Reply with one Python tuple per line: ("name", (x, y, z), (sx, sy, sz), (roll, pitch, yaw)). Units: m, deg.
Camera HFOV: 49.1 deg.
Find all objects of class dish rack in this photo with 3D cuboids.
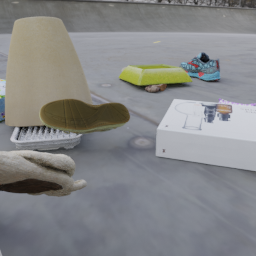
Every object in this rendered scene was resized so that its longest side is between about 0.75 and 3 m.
("dish rack", (-1.947, 0.070, 7.017), (1.621, 0.411, 1.889), (-3, 23, -10))

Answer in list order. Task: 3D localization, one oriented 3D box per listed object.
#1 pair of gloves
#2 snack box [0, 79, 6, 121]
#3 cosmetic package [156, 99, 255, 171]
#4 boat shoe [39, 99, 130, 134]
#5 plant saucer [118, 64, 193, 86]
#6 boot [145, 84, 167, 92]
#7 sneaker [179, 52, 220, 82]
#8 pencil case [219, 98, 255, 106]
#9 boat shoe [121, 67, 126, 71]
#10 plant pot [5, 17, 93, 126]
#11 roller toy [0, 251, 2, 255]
("pair of gloves", (-1.960, 0.583, 3.154), (2.631, 0.461, 2.237), (-15, -24, 21))
("snack box", (-4.214, -0.954, 9.024), (2.208, 0.747, 1.862), (15, 28, 30))
("cosmetic package", (2.323, 0.083, 6.561), (2.949, 0.762, 2.224), (7, 26, 16))
("boat shoe", (-0.923, -0.184, 6.036), (2.015, 0.735, 0.634), (-6, -23, -36))
("plant saucer", (1.150, -2.457, 12.538), (2.577, 0.618, 2.581), (-7, 18, -19))
("boot", (1.104, -1.637, 11.293), (0.625, 0.300, 0.854), (12, 25, 31))
("sneaker", (3.495, -3.058, 13.482), (1.015, 1.222, 2.558), (-13, 26, -29))
("pencil case", (3.277, -0.598, 8.538), (1.106, 0.473, 0.464), (13, 11, 26))
("boat shoe", (0.078, -2.935, 14.555), (0.998, 0.363, 0.313), (14, -17, 41))
("plant pot", (-2.215, -1.516, 7.477), (2.390, 2.552, 2.390), (-5, 12, 1))
("roller toy", (-1.431, 1.347, 1.716), (1.557, 2.228, 2.033), (-16, 15, -35))
